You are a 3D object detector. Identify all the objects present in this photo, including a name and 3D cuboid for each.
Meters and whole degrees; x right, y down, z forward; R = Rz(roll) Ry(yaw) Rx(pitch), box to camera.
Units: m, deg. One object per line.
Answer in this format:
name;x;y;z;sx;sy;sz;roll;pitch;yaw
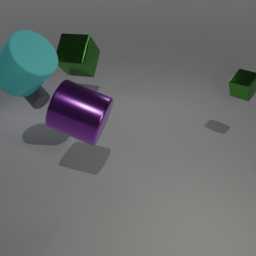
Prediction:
cylinder;-3.137;-1.124;9.521;0.700;0.700;0.700;45;46;11
cube;3.912;-1.453;9.446;0.700;0.700;0.700;28;66;39
cylinder;-2.939;-1.793;7.955;1.400;1.400;1.400;-27;10;41
cube;-2.248;-3.246;12.614;1.400;1.400;1.400;8;-12;16
cylinder;-1.288;-0.416;7.618;1.400;1.400;1.400;22;33;0
